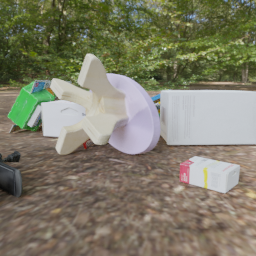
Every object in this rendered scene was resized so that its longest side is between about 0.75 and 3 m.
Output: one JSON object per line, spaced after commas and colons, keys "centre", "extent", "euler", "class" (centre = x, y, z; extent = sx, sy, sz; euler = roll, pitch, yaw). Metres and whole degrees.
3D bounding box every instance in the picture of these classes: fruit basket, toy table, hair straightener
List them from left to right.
{"centre": [-2.674, 0.790, 5.456], "extent": [1.099, 0.585, 2.857], "euler": [-8, 8, -42], "class": "hair straightener"}
{"centre": [-3.201, -0.810, 10.650], "extent": [1.141, 2.254, 2.434], "euler": [39, 18, 14], "class": "fruit basket"}
{"centre": [-0.692, -0.457, 7.081], "extent": [1.666, 2.615, 2.845], "euler": [1, 21, -42], "class": "toy table"}

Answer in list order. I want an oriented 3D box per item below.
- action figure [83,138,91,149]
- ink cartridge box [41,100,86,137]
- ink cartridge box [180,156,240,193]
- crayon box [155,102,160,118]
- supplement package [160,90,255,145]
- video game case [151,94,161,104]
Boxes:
{"centre": [-0.830, 0.295, 8.402], "extent": [0.485, 0.736, 1.487], "euler": [12, 37, 39], "class": "action figure"}
{"centre": [-1.519, -0.459, 10.262], "extent": [2.078, 1.197, 2.847], "euler": [2, 10, 16], "class": "ink cartridge box"}
{"centre": [1.508, 0.843, 5.191], "extent": [0.902, 0.376, 0.655], "euler": [8, 13, 39], "class": "ink cartridge box"}
{"centre": [1.211, -0.610, 11.293], "extent": [1.716, 0.580, 1.989], "euler": [-11, 19, 5], "class": "crayon box"}
{"centre": [2.428, -0.375, 8.668], "extent": [2.688, 1.577, 1.571], "euler": [0, 8, -1], "class": "supplement package"}
{"centre": [0.831, -0.952, 10.259], "extent": [1.244, 0.155, 1.739], "euler": [-24, -1, -6], "class": "video game case"}
